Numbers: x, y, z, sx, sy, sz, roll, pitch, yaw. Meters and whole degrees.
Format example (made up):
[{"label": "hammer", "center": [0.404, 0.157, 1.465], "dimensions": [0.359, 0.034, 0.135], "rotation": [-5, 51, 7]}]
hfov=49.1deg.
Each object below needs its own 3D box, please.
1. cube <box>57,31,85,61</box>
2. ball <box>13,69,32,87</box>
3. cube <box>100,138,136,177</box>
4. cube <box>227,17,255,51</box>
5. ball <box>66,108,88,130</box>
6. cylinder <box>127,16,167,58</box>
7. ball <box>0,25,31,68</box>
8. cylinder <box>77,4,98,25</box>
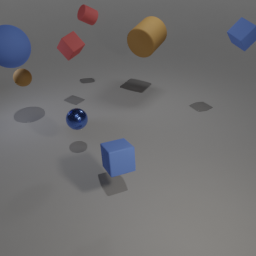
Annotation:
[{"label": "cube", "center": [-2.274, -3.263, 11.147], "dimensions": [0.700, 0.700, 0.700], "rotation": [-47, 9, -33]}, {"label": "ball", "center": [-4.150, -1.985, 11.031], "dimensions": [0.700, 0.700, 0.700], "rotation": [0, 31, 0]}, {"label": "cube", "center": [-0.266, 0.762, 7.362], "dimensions": [0.700, 0.700, 0.700], "rotation": [-12, 22, -20]}, {"label": "cube", "center": [4.053, -3.289, 9.851], "dimensions": [0.700, 0.700, 0.700], "rotation": [29, 19, -52]}, {"label": "ball", "center": [-1.639, -0.287, 8.983], "dimensions": [0.700, 0.700, 0.700], "rotation": [0, 31, 0]}, {"label": "cylinder", "center": [0.883, -4.196, 12.908], "dimensions": [1.400, 1.400, 1.400], "rotation": [17, 49, 26]}, {"label": "ball", "center": [-3.999, -2.731, 9.417], "dimensions": [1.400, 1.400, 1.400], "rotation": [0, 31, 0]}, {"label": "cylinder", "center": [-1.820, -5.104, 12.657], "dimensions": [0.700, 0.700, 0.700], "rotation": [10, 20, -40]}]
